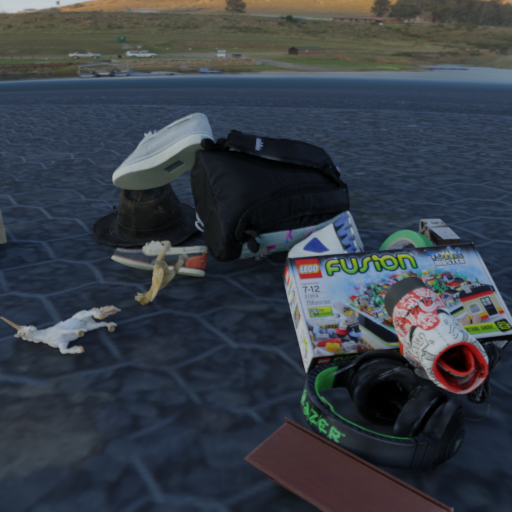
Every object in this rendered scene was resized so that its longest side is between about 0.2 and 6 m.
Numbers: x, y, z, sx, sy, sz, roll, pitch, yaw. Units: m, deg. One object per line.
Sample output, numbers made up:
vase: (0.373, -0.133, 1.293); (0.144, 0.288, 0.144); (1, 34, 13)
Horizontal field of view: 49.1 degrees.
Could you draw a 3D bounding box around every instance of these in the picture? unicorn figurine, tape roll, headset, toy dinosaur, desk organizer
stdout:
unicorn figurine: (-2.925, 1.143, 8.675); (1.058, 0.569, 1.540); (3, 7, 33)
tape roll: (2.642, 0.145, 10.004); (0.287, 1.193, 1.193); (18, 12, -32)
headset: (1.818, 1.604, 6.566); (2.647, 1.244, 1.635); (4, 19, -29)
toy dinosaur: (-1.534, 0.290, 9.343); (0.561, 1.929, 0.975); (26, 59, -9)
desk organizer: (0.814, 2.416, 5.430); (1.896, 0.680, 0.730); (19, 32, 37)

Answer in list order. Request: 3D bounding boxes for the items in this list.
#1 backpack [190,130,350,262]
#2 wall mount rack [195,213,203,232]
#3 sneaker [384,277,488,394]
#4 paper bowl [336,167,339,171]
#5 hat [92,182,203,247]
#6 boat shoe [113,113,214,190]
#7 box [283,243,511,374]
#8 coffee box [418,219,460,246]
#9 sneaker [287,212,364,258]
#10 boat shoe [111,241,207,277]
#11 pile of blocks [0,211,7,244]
backpack: (0.318, -1.162, 11.587); (3.059, 2.553, 1.936); (-9, -15, -25)
wall mount rack: (-1.056, -0.930, 12.956); (0.954, 0.409, 1.098); (49, 25, 12)
sneaker: (2.296, 1.298, 6.827); (0.741, 2.220, 1.190); (-32, 41, 4)
paper bowl: (1.662, -2.176, 16.045); (1.409, 0.733, 1.409); (0, 23, 0)
hat: (-2.496, -1.198, 13.239); (2.922, 1.179, 2.922); (-1, 23, 0)
boat shoe: (-2.005, -2.220, 12.000); (2.732, 0.973, 0.953); (-19, -24, 32)
box: (2.114, 0.733, 8.522); (3.154, 0.548, 1.736); (-5, 54, -11)
coffee box: (3.787, -0.268, 11.689); (0.467, 0.662, 1.171); (-2, 23, -2)
sneaker: (1.317, 0.283, 10.233); (1.364, 0.954, 2.361); (-22, 36, 18)
boat shoe: (-1.853, 0.004, 10.840); (1.843, 0.576, 0.656); (7, -7, 4)
pile of blocks: (-6.315, -0.352, 11.378); (1.403, 1.062, 3.417); (1, 23, 2)
